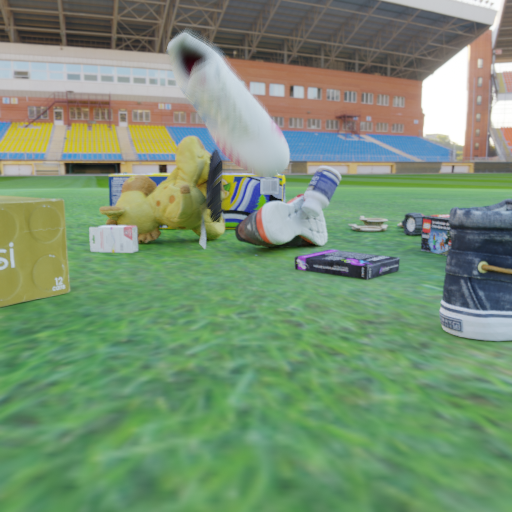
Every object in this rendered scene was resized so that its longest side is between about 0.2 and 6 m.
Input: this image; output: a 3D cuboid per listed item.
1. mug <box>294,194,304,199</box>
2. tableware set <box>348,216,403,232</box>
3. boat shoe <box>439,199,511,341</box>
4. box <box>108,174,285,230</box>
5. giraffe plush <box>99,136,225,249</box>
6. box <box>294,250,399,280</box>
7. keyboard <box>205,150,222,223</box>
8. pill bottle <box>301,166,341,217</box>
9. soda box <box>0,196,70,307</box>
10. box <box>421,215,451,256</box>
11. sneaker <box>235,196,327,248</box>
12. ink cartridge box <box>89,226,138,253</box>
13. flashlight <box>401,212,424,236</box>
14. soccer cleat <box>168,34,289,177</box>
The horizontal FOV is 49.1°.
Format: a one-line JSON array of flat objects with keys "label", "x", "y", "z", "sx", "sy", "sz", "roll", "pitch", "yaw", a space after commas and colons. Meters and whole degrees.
[{"label": "mug", "x": 1.026, "y": -1.032, "z": 14.520, "sx": 0.924, "sy": 0.695, "sz": 1.041, "roll": 35, "pitch": 52, "yaw": 29}, {"label": "tableware set", "x": 3.722, "y": -0.855, "z": 15.213, "sx": 2.382, "sy": 0.276, "sz": 1.989, "roll": 2, "pitch": 9, "yaw": 13}, {"label": "boat shoe", "x": 3.306, "y": 0.100, "z": 5.664, "sx": 2.903, "sy": 1.318, "sz": 1.027, "roll": -2, "pitch": 9, "yaw": -10}, {"label": "box", "x": -1.564, "y": -1.551, "z": 15.654, "sx": 4.728, "sy": 1.520, "sz": 1.656, "roll": 1, "pitch": 9, "yaw": 4}, {"label": "giraffe plush", "x": -2.095, "y": -1.105, "z": 12.463, "sx": 2.237, "sy": 2.380, "sz": 2.759, "roll": -8, "pitch": 42, "yaw": 14}, {"label": "box", "x": 1.459, "y": 0.126, "z": 9.035, "sx": 1.386, "sy": 0.250, "sz": 0.991, "roll": 6, "pitch": 11, "yaw": 42}, {"label": "keyboard", "x": -0.867, "y": -1.325, "z": 11.279, "sx": 0.307, "sy": 1.437, "sz": 2.394, "roll": 0, "pitch": 15, "yaw": -5}, {"label": "pill bottle", "x": 1.284, "y": -1.282, "z": 11.253, "sx": 0.529, "sy": 0.952, "sz": 0.529, "roll": 25, "pitch": -16, "yaw": 8}, {"label": "soda box", "x": -3.987, "y": 0.047, "z": 6.099, "sx": 1.216, "sy": 1.287, "sz": 3.800, "roll": 6, "pitch": 11, "yaw": 33}, {"label": "box", "x": 5.560, "y": -0.370, "z": 10.570, "sx": 3.932, "sy": 0.741, "sz": 2.686, "roll": -3, "pitch": 9, "yaw": -18}, {"label": "sneaker", "x": 0.526, "y": -0.639, "z": 11.592, "sx": 1.126, "sy": 1.060, "sz": 2.750, "roll": -14, "pitch": -9, "yaw": 33}, {"label": "ink cartridge box", "x": -2.817, "y": -0.333, "z": 11.075, "sx": 0.893, "sy": 0.520, "sz": 0.301, "roll": 1, "pitch": 9, "yaw": 9}, {"label": "flashlight", "x": 4.511, "y": -0.824, "z": 14.033, "sx": 1.773, "sy": 0.600, "sz": 0.602, "roll": -6, "pitch": 8, "yaw": -26}, {"label": "soccer cleat", "x": -0.508, "y": -2.309, "z": 8.665, "sx": 0.918, "sy": 2.629, "sz": 1.135, "roll": -40, "pitch": -12, "yaw": 2}]
